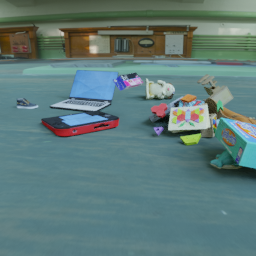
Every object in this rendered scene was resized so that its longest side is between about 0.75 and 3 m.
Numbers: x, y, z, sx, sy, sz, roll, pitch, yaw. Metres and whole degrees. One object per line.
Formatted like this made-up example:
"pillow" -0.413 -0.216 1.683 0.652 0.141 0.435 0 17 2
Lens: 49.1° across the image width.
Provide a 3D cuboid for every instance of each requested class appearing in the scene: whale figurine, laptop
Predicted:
"whale figurine" 2.746 0.848 7.738 0.984 0.510 0.783 -7 20 -28
"laptop" -2.252 -2.034 14.762 2.667 1.651 2.849 7 19 21

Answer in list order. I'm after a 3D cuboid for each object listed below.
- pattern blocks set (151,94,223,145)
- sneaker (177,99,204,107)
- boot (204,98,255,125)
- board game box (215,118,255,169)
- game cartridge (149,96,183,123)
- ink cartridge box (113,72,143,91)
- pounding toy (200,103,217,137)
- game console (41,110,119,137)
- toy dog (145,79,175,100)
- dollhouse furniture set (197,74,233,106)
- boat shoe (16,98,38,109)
"pattern blocks set" 2.139 -0.362 9.950 2.555 0.207 2.246 -15 48 11
"sneaker" 2.803 -0.657 11.408 1.366 1.134 2.859 11 21 25
"boot" 4.021 -0.445 10.758 1.611 0.796 2.076 -2 33 -29
"board game box" 4.054 0.572 7.515 2.867 0.645 2.181 11 18 -3
"game cartridge" 1.677 -0.783 11.996 1.287 0.401 1.932 -37 -3 33
"ink cartridge box" 0.008 -1.757 10.521 1.139 0.211 0.539 -21 71 -37
"pounding toy" 3.013 -0.350 10.291 0.521 1.139 1.001 -1 15 30
"game console" -1.935 -0.296 11.435 2.681 0.416 2.371 -11 21 -31
"toy dog" 1.862 -2.102 16.187 1.669 1.165 1.618 -1 -17 1
"dollhouse furniture set" 4.139 -1.582 13.864 1.182 1.560 1.780 -37 20 4
"boat shoe" -5.131 -1.256 14.215 1.098 0.498 0.388 1 18 2
